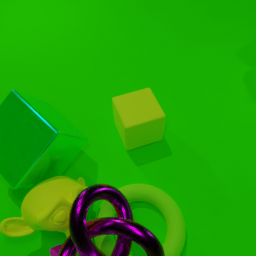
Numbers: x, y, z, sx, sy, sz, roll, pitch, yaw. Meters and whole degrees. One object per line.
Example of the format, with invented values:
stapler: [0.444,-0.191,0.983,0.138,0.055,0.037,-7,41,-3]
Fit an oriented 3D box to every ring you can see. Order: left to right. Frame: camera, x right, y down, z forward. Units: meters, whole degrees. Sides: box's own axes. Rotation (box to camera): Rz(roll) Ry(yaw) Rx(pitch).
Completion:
ring: [0.235,2.016,5.673,1.860,0.372,1.860,0,56,0]

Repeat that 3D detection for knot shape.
knot shape: [-0.234,1.934,4.555,1.690,0.834,1.806,20,77,6]

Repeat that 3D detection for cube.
cube: [-1.961,0.273,5.846,1.379,1.379,1.379,40,94,17]
cube: [0.240,-0.209,6.732,0.963,0.963,0.963,-17,55,-11]

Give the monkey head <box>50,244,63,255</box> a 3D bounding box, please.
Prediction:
monkey head: [-1.170,2.584,4.999,1.288,0.776,0.926,-11,73,-17]

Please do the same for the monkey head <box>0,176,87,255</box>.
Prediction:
monkey head: [-1.306,1.680,5.430,1.189,1.420,1.974,-7,13,44]
